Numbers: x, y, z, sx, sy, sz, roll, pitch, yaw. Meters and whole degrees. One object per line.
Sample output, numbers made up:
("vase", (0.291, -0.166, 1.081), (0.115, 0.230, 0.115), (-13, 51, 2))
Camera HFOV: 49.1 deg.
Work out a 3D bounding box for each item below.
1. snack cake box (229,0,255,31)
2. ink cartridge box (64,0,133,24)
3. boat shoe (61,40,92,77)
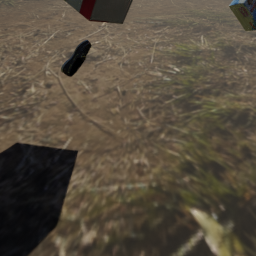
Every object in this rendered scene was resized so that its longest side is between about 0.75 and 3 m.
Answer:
("snack cake box", (2.805, -2.788, 5.873), (1.288, 0.741, 0.433), (-53, 29, -4))
("ink cartridge box", (-1.073, -4.520, 8.625), (2.234, 1.616, 1.623), (43, 37, 21))
("boat shoe", (-1.234, -1.738, 7.043), (0.316, 0.374, 1.050), (36, 87, 25))
